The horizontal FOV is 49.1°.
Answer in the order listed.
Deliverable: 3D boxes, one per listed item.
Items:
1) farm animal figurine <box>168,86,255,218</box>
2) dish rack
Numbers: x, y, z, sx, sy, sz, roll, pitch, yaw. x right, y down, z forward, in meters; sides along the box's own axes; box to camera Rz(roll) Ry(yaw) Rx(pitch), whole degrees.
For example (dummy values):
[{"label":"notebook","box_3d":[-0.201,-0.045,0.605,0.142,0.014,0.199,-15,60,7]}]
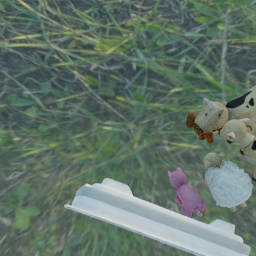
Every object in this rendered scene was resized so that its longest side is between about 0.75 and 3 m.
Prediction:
[{"label":"farm animal figurine","box_3d":[1.534,0.148,4.160,1.810,1.127,2.241,-9,33,27]},{"label":"dish rack","box_3d":[0.329,1.335,4.053,2.462,2.113,0.536,22,72,-7]}]
